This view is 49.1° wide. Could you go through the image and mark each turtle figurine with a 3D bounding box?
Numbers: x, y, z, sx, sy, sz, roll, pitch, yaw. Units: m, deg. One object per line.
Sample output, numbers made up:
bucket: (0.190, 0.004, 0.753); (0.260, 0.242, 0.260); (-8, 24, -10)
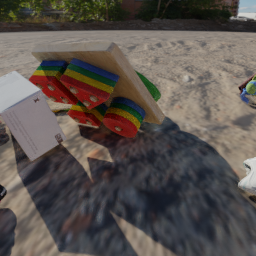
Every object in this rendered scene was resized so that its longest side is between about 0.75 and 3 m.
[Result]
turtle figurine: (5.582, -1.741, 9.889); (2.657, 2.740, 1.972); (-17, 62, -44)

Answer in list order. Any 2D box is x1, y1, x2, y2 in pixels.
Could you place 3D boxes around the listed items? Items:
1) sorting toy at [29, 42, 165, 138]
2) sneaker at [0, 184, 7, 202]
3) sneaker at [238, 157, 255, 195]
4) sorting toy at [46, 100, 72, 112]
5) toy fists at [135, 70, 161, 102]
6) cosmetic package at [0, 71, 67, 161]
sorting toy: (-0.883, -0.817, 7.226); (2.775, 2.791, 0.971); (11, 65, 38)
sneaker: (-2.449, 1.191, 4.521); (1.075, 0.891, 2.255); (-5, 22, -40)
sneaker: (2.841, 0.737, 5.693); (0.864, 0.734, 1.952); (4, 22, 39)
sorting toy: (-2.394, -0.794, 9.830); (1.204, 0.220, 1.115); (-4, 23, -20)
toy fists: (0.094, -1.161, 8.867); (1.434, 0.968, 2.814); (31, -3, -16)
cosmetic package: (-2.684, -0.428, 7.116); (1.039, 1.445, 2.560); (-33, 33, -18)
